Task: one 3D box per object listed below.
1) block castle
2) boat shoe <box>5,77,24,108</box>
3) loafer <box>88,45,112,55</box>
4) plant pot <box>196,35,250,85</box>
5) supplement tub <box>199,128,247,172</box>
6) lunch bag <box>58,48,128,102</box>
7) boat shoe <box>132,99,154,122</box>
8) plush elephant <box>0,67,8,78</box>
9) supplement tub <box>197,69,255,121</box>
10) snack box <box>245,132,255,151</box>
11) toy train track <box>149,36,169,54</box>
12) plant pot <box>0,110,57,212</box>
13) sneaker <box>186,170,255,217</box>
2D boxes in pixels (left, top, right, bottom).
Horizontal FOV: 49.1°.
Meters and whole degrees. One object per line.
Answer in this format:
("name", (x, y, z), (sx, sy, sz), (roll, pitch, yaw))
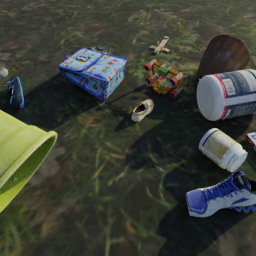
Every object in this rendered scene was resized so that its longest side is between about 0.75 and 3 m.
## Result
("block castle", (1.334, -1.891, 10.958), (1.567, 1.047, 0.735), (35, 67, 28))
("boat shoe", (-4.398, -1.440, 10.751), (0.592, 0.725, 1.724), (-8, 41, -24))
("loafer", (-1.677, -3.115, 12.366), (0.956, 0.836, 2.659), (29, 53, 26))
("plant pot", (3.578, -2.393, 11.226), (1.804, 1.804, 1.930), (29, 66, 26))
("supplement tub", (2.864, 0.673, 8.480), (0.875, 0.875, 1.212), (-28, 51, -26))
("lunch bag", (-1.470, -2.354, 11.200), (2.320, 1.092, 1.747), (25, 49, 11))
("boat shoe", (0.567, -0.729, 10.233), (0.466, 0.437, 1.264), (22, 48, 21))
("plush elephant", (-5.534, -1.733, 10.758), (1.739, 1.346, 1.432), (30, 61, 18))
("supplement tub", (3.755, -1.193, 9.874), (2.278, 1.599, 1.599), (-10, 45, -11))
("snack box", (4.524, 0.861, 8.739), (0.697, 0.236, 1.939), (-12, 45, -12))
("toy train track", (1.683, -4.211, 13.937), (0.985, 0.279, 1.718), (17, 46, 16))
("plant pot", (-3.664, 0.478, 6.546), (2.718, 2.956, 2.956), (38, 50, -2))
("sneaker", (2.548, 1.625, 7.284), (2.035, 1.175, 0.822), (-4, 43, -4))
